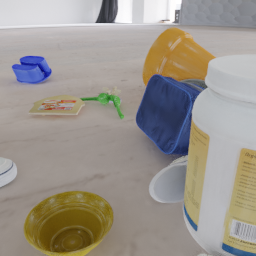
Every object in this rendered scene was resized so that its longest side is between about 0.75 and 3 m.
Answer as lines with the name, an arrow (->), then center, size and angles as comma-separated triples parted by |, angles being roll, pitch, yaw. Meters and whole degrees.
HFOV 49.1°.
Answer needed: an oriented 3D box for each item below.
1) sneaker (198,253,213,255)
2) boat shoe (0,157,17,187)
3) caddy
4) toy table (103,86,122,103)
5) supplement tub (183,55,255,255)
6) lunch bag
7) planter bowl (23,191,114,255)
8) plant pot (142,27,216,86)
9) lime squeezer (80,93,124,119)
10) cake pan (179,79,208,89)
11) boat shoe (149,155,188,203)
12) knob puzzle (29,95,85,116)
sneaker -> 1.484, 2.199, 4.051 | 1.073, 0.433, 0.448 | 2, 39, 24
boat shoe -> -4.011, 0.883, 5.997 | 2.966, 0.990, 1.091 | -7, 26, -15
caddy -> -4.749, -2.820, 13.921 | 1.944, 1.020, 1.374 | 10, 49, 23
toy table -> -0.670, -1.352, 11.347 | 0.868, 0.509, 0.798 | 6, 26, 11
supplement tub -> 2.067, 0.469, 4.544 | 2.146, 2.966, 2.146 | 0, 25, 0
lunch bag -> 1.464, -0.353, 7.651 | 1.648, 1.692, 2.491 | 9, 23, -28
planter bowl -> -0.950, 1.723, 4.686 | 1.433, 0.597, 1.433 | 0, 26, 0
plant pot -> 2.355, -2.313, 11.302 | 2.462, 2.689, 2.689 | 34, 39, 26
lime squeezer -> -0.879, -0.937, 10.718 | 2.627, 0.495, 0.928 | 22, 64, 37
cake pan -> 2.128, -0.939, 9.766 | 1.921, 0.352, 1.921 | -10, 49, 12
boat shoe -> 1.241, 1.001, 6.235 | 2.142, 0.760, 0.748 | -25, 4, -30
knob puzzle -> -2.549, -0.814, 10.444 | 2.097, 0.291, 2.097 | 0, 25, 0
